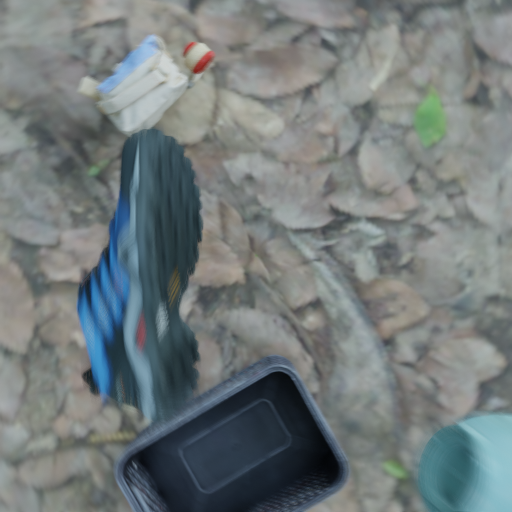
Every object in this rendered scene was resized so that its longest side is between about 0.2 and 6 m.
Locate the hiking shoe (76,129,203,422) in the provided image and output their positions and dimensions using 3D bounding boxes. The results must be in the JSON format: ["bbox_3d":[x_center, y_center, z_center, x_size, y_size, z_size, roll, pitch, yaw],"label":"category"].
[{"bbox_3d":[-1.333,0.222,5.698,1.296,1.112,2.989,7,101,22],"label":"hiking shoe"}]

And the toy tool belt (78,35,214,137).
[{"bbox_3d":[-1.692,-2.822,8.553,1.162,1.181,1.892,44,87,-6],"label":"toy tool belt"}]

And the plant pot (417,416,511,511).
[{"bbox_3d":[2.469,2.462,6.029,1.108,1.654,1.654,23,86,-18],"label":"plant pot"}]

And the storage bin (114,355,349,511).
[{"bbox_3d":[-0.325,2.900,8.084,2.822,1.323,1.908,-30,86,-3],"label":"storage bin"}]
